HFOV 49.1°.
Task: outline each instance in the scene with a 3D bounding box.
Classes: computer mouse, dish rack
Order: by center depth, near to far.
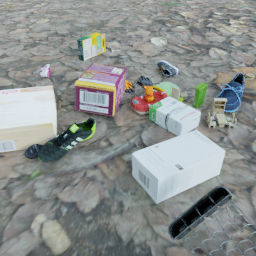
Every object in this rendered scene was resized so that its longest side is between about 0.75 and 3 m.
[{"bbox_3d":[2.186,2.647,6.123,1.741,0.619,2.269,-43,53,9],"label":"dish rack"},{"bbox_3d":[-2.877,0.737,9.995,1.627,0.277,0.477,-15,63,-32],"label":"computer mouse"}]

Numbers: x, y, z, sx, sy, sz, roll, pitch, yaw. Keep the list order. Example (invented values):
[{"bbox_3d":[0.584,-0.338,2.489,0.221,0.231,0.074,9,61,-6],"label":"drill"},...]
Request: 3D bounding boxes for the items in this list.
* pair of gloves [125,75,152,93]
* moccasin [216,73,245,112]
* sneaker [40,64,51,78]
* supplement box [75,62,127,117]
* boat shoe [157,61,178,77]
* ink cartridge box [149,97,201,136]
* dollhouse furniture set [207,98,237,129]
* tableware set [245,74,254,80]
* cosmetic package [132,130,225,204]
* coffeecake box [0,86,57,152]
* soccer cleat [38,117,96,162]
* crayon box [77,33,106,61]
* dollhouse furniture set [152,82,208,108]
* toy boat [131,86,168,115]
[{"bbox_3d":[0.397,-2.255,14.184,1.706,0.211,1.520,-9,36,-13],"label":"pair of gloves"},{"bbox_3d":[4.698,-1.709,12.776,1.116,0.946,2.775,14,38,19],"label":"moccasin"},{"bbox_3d":[-4.500,-3.117,15.160,0.505,0.465,1.144,-1,35,-5],"label":"sneaker"},{"bbox_3d":[-1.133,-1.763,12.302,1.696,1.337,2.591,10,33,8],"label":"supplement box"},{"bbox_3d":[1.997,-3.254,15.281,0.670,0.522,1.476,-24,44,-36],"label":"boat shoe"},{"bbox_3d":[1.872,-0.484,11.278,1.240,0.702,1.691,-27,44,-32],"label":"ink cartridge box"},{"bbox_3d":[3.774,-0.595,11.375,1.023,0.776,1.168,2,36,3],"label":"dollhouse furniture set"},{"bbox_3d":[6.780,-2.733,14.847,1.007,0.202,0.666,14,38,19],"label":"tableware set"},{"bbox_3d":[1.561,1.115,8.755,2.560,1.038,1.444,-20,39,-25],"label":"cosmetic package"},{"bbox_3d":[-3.986,-0.461,10.926,2.244,1.068,2.924,-7,36,-10],"label":"coffeecake box"},{"bbox_3d":[-2.105,0.337,9.809,0.809,0.972,2.397,42,50,17],"label":"soccer cleat"},{"bbox_3d":[-2.214,-5.034,17.169,0.506,1.233,1.961,25,42,30],"label":"crayon box"},{"bbox_3d":[2.260,-1.858,12.921,2.610,1.007,1.304,30,45,34],"label":"dollhouse furniture set"},{"bbox_3d":[0.950,-1.306,12.109,1.640,1.072,1.070,-15,38,-20],"label":"toy boat"}]
